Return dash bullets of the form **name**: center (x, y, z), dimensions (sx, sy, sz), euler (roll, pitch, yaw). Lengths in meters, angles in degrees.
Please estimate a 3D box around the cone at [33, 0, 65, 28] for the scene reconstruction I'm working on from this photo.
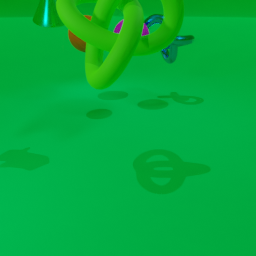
- **cone**: center (-1.994, -3.215, 7.142), dimensions (0.953, 0.957, 0.953), euler (5, 42, -4)

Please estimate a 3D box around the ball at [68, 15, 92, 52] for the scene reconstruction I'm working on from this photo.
- **ball**: center (-1.477, -3.308, 9.881), dimensions (1.242, 1.242, 1.242), euler (0, 24, 0)

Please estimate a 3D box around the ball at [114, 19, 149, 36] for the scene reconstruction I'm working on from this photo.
- **ball**: center (0.101, -2.854, 8.805), dimensions (1.154, 1.154, 1.154), euler (0, 24, 0)

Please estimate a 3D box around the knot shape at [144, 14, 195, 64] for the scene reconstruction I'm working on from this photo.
- **knot shape**: center (1.423, -3.018, 9.614), dimensions (1.758, 1.879, 0.868), euler (15, 73, 42)

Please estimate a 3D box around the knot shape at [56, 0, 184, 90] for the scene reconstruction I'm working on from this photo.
- **knot shape**: center (-0.212, -1.394, 4.082), dimensions (1.847, 1.728, 0.853), euler (13, -3, 20)
